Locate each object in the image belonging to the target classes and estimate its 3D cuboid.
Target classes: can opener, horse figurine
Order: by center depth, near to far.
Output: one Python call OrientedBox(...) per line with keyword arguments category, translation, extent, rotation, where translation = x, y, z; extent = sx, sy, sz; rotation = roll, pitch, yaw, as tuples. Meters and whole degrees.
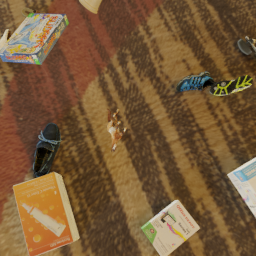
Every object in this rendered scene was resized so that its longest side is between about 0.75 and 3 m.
OrientedBox(category="horse figurine", translation=(-0.445, -0.013, 9.314), extent=(0.358, 0.952, 1.436), rotation=(3, 41, -28))
OrientedBox(category="can opener", translation=(5.610, -3.098, 12.067), extent=(0.694, 0.550, 2.089), rotation=(-42, 74, 25))

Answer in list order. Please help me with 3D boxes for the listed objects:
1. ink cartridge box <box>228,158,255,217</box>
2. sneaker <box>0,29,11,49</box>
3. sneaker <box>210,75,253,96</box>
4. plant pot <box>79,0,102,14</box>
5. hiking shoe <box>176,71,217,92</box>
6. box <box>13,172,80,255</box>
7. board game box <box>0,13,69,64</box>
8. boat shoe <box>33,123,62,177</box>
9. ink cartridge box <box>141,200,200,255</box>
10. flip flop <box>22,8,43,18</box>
OrientedBox(category="ink cartridge box", translation=(4.924, 2.194, 10.003), extent=(1.354, 1.390, 2.162), rotation=(-29, 75, -7))
OrientedBox(category="sneaker", translation=(-5.475, -3.762, 12.216), extent=(0.526, 0.452, 1.243), rotation=(7, 75, -1))
OrientedBox(category="sneaker", translation=(4.250, -1.653, 11.567), extent=(1.689, 0.645, 0.637), rotation=(-10, 77, 16))
OrientedBox(category="plant pot", translation=(-1.285, -4.816, 10.391), extent=(0.796, 0.796, 0.728), rotation=(48, 117, 12))
OrientedBox(category="hiking shoe", translation=(2.770, -1.822, 11.489), extent=(1.599, 0.595, 0.693), rotation=(-23, 50, -6))
OrientedBox(category="box", translation=(-2.857, 3.001, 9.878), extent=(1.520, 1.191, 2.444), rotation=(-19, 75, -5))
OrientedBox(category="board game box", translation=(-2.551, -2.503, 7.716), extent=(1.231, 0.313, 1.818), rotation=(7, 55, 16))
OrientedBox(category="boat shoe", translation=(-3.075, 0.804, 10.746), extent=(0.913, 0.745, 2.170), rotation=(4, 74, 1))
OrientedBox(category="ink cartridge box", translation=(1.494, 3.556, 9.971), extent=(1.679, 0.705, 1.216), rotation=(-36, 77, -10))
OrientedBox(category="flip flop", translation=(-4.212, -5.134, 12.644), extent=(1.368, 0.394, 0.555), rotation=(26, 76, 7))
